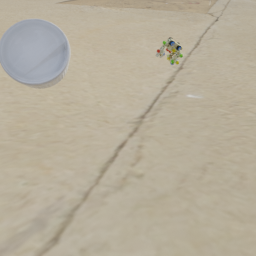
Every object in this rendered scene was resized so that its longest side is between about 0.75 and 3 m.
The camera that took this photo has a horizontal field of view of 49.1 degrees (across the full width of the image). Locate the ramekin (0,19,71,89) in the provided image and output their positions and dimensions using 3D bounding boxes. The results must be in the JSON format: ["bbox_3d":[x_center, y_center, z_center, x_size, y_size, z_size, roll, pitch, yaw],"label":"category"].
[{"bbox_3d":[-2.497,-1.953,7.780,1.895,0.883,1.895,1,78,-4],"label":"ramekin"}]

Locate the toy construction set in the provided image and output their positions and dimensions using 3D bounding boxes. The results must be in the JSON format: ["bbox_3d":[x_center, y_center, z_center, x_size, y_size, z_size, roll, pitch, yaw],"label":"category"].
[{"bbox_3d":[1.150,-2.106,7.741,0.965,0.633,0.444,7,47,-47],"label":"toy construction set"}]
